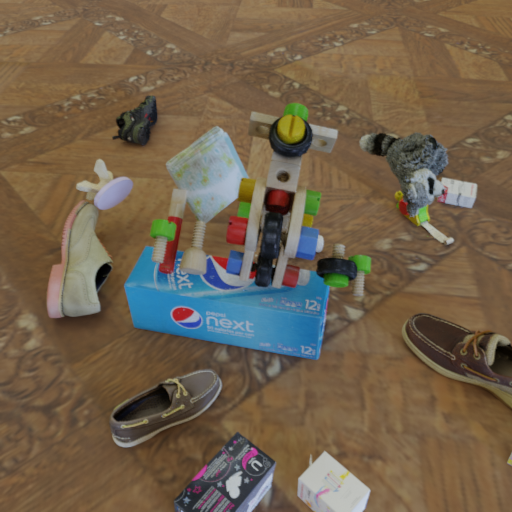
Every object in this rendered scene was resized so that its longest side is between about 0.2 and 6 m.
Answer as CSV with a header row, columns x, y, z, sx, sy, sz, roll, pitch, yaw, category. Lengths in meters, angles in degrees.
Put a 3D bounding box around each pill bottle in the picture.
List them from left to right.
x,y,z,sx,sy,sz,roll,pitch,yaw,category
0.916,-0.282,11.362,0.832,0.460,0.460,5,41,-15,pill bottle

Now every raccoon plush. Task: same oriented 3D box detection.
x,y,z,sx,sy,sz,roll,pitch,yaw,category
2.657,-1.508,10.592,2.018,0.976,1.352,13,65,48,raccoon plush

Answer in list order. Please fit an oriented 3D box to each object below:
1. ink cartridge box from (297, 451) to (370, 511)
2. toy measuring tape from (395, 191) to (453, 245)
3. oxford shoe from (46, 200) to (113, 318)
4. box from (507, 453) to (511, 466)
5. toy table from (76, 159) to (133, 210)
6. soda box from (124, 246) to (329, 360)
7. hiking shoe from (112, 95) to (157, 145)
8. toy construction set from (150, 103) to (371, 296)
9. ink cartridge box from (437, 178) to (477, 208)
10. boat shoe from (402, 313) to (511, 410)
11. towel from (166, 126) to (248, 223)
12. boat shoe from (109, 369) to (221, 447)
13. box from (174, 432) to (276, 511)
x,y,z,sx,sy,sz,roll,pitch,yaw,category
0.993,3.188,7.623,0.901,0.579,0.564,33,53,32,ink cartridge box
3.600,-0.945,12.038,0.642,0.642,1.745,-21,47,-21,toy measuring tape
-3.249,0.050,10.818,1.025,0.983,2.777,4,51,-7,oxford shoe
4.198,2.833,8.132,0.724,0.398,0.824,29,51,28,box
-3.120,-1.417,11.513,0.627,0.983,1.070,35,23,10,toy table
-0.465,0.789,9.769,3.361,1.140,1.078,8,44,9,soda box
-3.210,-3.705,14.885,0.978,0.736,1.943,6,44,1,hiking shoe
-0.023,-0.891,8.447,3.153,2.630,2.423,1,75,24,toy construction set
4.573,-1.434,12.757,0.779,0.323,0.572,14,45,14,ink cartridge box
3.722,1.580,9.021,2.807,1.010,1.012,33,52,30,boat shoe
-0.921,-1.599,11.223,1.385,1.618,0.390,-38,43,-12,towel
-1.365,2.241,8.648,1.875,0.558,0.674,-24,48,-23,boat shoe
-0.397,3.171,7.454,0.720,0.829,1.254,32,51,25,box
